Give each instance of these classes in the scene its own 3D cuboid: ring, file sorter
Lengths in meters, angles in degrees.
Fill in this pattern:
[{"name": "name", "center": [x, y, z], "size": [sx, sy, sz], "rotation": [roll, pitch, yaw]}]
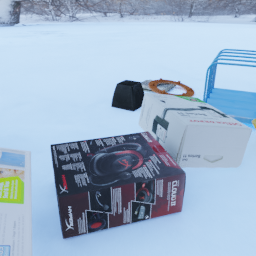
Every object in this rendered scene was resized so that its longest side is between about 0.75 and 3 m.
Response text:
[{"name": "ring", "center": [1.675, -1.567, 10.757], "size": [1.806, 0.173, 1.806], "rotation": [7, 28, -4]}, {"name": "file sorter", "center": [3.438, -1.411, 8.690], "size": [1.864, 1.648, 2.687], "rotation": [11, 26, 20]}]

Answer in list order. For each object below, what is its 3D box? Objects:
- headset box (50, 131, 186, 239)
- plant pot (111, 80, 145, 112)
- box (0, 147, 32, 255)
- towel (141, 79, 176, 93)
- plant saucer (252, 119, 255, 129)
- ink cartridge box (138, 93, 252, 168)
[{"name": "headset box", "center": [-0.159, 0.848, 5.020], "size": [2.249, 0.844, 1.672], "rotation": [-8, 26, -17]}, {"name": "plant pot", "center": [0.037, -1.137, 9.398], "size": [0.903, 0.803, 0.905], "rotation": [15, 28, 28]}, {"name": "box", "center": [-1.931, 1.241, 3.363], "size": [1.335, 1.203, 2.374], "rotation": [11, 19, -24]}, {"name": "towel", "center": [1.084, -1.726, 11.329], "size": [1.428, 0.247, 1.375], "rotation": [13, 28, 28]}, {"name": "plant saucer", "center": [4.503, 0.480, 6.096], "size": [2.613, 0.633, 2.612], "rotation": [-4, 26, -10]}, {"name": "ink cartridge box", "center": [1.413, -0.024, 6.495], "size": [1.650, 0.935, 2.251], "rotation": [3, 22, -20]}]
